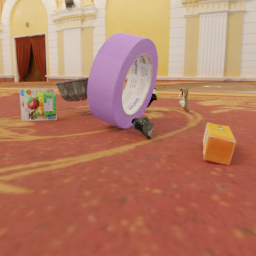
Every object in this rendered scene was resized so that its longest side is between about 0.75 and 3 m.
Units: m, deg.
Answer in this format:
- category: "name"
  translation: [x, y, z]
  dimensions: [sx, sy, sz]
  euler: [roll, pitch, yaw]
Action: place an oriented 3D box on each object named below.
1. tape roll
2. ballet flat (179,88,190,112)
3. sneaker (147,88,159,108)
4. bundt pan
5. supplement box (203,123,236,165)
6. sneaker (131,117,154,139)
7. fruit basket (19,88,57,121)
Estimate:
- category: "tape roll"
  translation: [-0.068, -1.418, 8.594]
  dimensions: [0.906, 2.761, 2.761]
  euler: [21, 20, 24]
- category: "ballet flat"
  translation: [2.374, -1.211, 11.925]
  dimensions: [0.424, 1.173, 0.398]
  euler: [7, -22, -10]
- category: "sneaker"
  translation: [0.559, -1.137, 12.188]
  dimensions: [1.756, 0.727, 0.630]
  euler: [-32, -35, 32]
- category: "bundt pan"
  translation: [-1.733, -1.650, 11.608]
  dimensions: [2.357, 0.885, 2.357]
  euler: [-10, 11, 2]
- category: "supplement box"
  translation: [1.942, 0.284, 6.086]
  dimensions: [0.531, 0.549, 1.595]
  euler: [12, 16, 13]
- category: "sneaker"
  translation: [0.387, -0.011, 7.576]
  dimensions: [0.470, 0.447, 1.185]
  euler: [7, 14, -10]
- category: "fruit basket"
  translation: [-3.203, -0.829, 10.002]
  dimensions: [1.249, 1.157, 0.586]
  euler: [-2, 11, -12]
